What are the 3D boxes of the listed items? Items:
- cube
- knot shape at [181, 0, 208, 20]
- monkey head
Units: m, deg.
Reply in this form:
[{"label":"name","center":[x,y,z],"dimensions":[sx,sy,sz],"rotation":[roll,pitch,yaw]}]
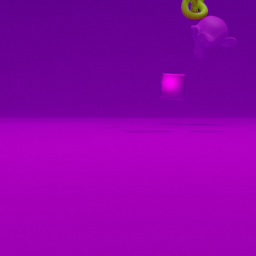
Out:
[{"label":"cube","center":[1.938,-1.747,12.125],"dimensions":[0.989,0.989,0.989],"rotation":[5,0,7]},{"label":"knot shape","center":[2.162,-4.101,9.063],"dimensions":[0.623,1.349,1.262],"rotation":[-16,6,36]},{"label":"monkey head","center":[2.992,-3.313,10.296],"dimensions":[1.188,1.972,1.418],"rotation":[-24,-37,-13]}]
